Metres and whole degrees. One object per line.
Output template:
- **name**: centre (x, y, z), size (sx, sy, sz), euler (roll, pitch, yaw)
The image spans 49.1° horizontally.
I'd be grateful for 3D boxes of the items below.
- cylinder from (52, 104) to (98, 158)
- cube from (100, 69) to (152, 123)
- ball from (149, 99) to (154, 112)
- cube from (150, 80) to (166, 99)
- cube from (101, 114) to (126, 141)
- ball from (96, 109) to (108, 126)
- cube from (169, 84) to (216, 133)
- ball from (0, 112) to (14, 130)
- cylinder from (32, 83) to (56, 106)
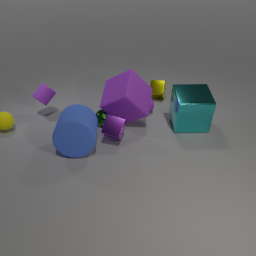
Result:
- **cylinder**: centre (-1.775, 0.078, 9.647), size (1.400, 1.400, 1.400), euler (-1, 27, -3)
- **cube**: centre (-0.050, -1.202, 11.096), size (1.400, 1.400, 1.400), euler (-17, 49, 37)
- **ball**: centre (0.825, -1.019, 12.472), size (0.700, 0.700, 0.700), euler (0, 28, 0)
- **cube**: centre (1.464, -1.892, 13.803), size (0.700, 0.700, 0.700), euler (7, -16, 13)
- **cube**: centre (-0.504, -0.010, 10.093), size (0.700, 0.700, 0.700), euler (18, -9, 4)
- **ball**: centre (-1.008, -0.411, 11.347), size (0.700, 0.700, 0.700), euler (0, 28, 0)
- **cube**: centre (2.474, -0.778, 11.011), size (1.400, 1.400, 1.400), euler (-1, 40, -2)
- **ball**: centre (-4.812, -0.280, 10.880), size (0.700, 0.700, 0.700), euler (0, 28, 0)
- **cylinder**: centre (-3.529, -1.415, 11.803), size (0.700, 0.700, 0.700), euler (29, 81, 42)
